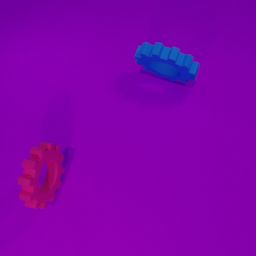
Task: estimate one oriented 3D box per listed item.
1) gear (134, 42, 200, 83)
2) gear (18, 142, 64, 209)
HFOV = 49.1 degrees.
[{"bbox_3d":[1.132,-1.881,8.216,1.876,1.876,0.347,19,86,13],"label":"gear"},{"bbox_3d":[-1.914,1.071,6.351,0.270,1.459,1.459,8,56,14],"label":"gear"}]
